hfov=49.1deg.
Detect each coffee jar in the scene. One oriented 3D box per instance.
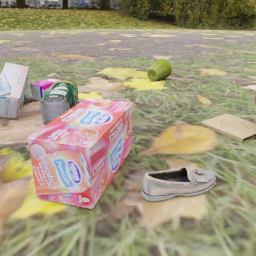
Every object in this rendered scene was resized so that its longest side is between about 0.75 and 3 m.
[{"bbox_3d":[-1.930,-0.760,8.122,0.815,0.996,1.910,-2,22,-2],"label":"coffee jar"}]

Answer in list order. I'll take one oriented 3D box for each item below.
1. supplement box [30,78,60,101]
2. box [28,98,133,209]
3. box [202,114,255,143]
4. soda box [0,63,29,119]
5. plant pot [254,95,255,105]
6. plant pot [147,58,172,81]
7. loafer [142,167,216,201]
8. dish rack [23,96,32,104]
[{"bbox_3d":[-2.944,-1.414,10.211,0.555,0.544,1.074,14,27,29],"label":"supplement box"},{"bbox_3d":[-0.727,0.321,5.367,1.088,1.179,2.299,8,23,15],"label":"box"},{"bbox_3d":[2.838,-0.027,7.493,1.087,0.141,1.330,-15,28,-30],"label":"box"},{"bbox_3d":[-3.654,-1.239,8.811,0.793,0.737,2.319,7,32,-17],"label":"soda box"},{"bbox_3d":[3.780,-0.497,6.905,1.220,1.220,1.186,1,36,1],"label":"plant pot"},{"bbox_3d":[1.339,-2.537,12.584,0.920,0.920,0.886,19,41,37],"label":"plant pot"},{"bbox_3d":[0.930,0.903,4.893,1.445,0.454,0.519,-9,25,-19],"label":"loafer"},{"bbox_3d":[-4.268,-1.091,9.554,1.782,0.486,1.367,15,29,29],"label":"dish rack"}]
